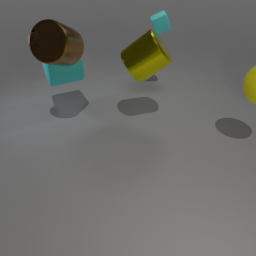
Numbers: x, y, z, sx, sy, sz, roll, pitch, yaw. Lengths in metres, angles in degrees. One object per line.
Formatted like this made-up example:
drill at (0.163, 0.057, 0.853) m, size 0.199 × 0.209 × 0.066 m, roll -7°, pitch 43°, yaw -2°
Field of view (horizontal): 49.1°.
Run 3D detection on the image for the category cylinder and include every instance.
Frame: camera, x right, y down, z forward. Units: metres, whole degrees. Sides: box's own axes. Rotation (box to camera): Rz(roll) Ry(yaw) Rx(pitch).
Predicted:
cylinder at (-2.676, -2.535, 11.516) m, size 1.400 × 1.400 × 1.400 m, roll -16°, pitch 36°, yaw -20°
cylinder at (0.672, -2.604, 10.211) m, size 1.400 × 1.400 × 1.400 m, roll -31°, pitch 25°, yaw 23°
cylinder at (-2.416, -2.871, 9.627) m, size 1.400 × 1.400 × 1.400 m, roll 8°, pitch 11°, yaw 12°

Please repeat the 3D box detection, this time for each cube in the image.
cube at (1.443, -4.685, 12.475) m, size 0.700 × 0.700 × 0.700 m, roll -21°, pitch 33°, yaw 12°

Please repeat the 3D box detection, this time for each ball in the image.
ball at (4.449, -1.391, 9.000) m, size 1.400 × 1.400 × 1.400 m, roll 0°, pitch 33°, yaw 0°
